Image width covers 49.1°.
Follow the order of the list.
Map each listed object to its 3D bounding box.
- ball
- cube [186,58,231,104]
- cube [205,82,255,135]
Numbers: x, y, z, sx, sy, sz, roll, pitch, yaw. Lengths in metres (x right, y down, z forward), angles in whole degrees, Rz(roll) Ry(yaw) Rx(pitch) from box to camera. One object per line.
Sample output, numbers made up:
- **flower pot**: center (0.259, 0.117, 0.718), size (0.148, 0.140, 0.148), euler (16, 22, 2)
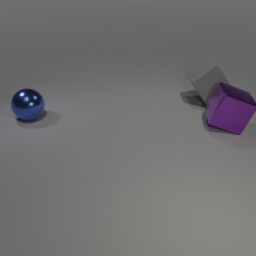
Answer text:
- **ball**: center (-4.342, -1.017, 12.176), size (1.400, 1.400, 1.400), euler (0, 29, 0)
- **cube**: center (3.854, -2.269, 13.474), size (1.400, 1.400, 1.400), euler (-35, 21, 16)
- **cube**: center (4.155, -0.822, 11.433), size (1.400, 1.400, 1.400), euler (20, 30, -3)
